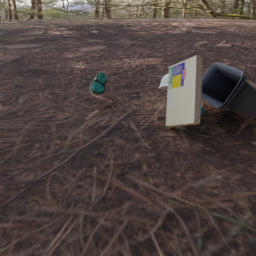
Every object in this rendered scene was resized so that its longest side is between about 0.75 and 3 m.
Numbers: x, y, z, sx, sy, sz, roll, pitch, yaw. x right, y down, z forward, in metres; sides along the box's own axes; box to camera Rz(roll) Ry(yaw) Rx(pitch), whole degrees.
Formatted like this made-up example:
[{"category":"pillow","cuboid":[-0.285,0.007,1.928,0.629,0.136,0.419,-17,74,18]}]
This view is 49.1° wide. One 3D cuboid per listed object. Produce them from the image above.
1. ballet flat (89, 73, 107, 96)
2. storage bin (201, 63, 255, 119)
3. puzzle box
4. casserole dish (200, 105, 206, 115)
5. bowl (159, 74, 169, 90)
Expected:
[{"category":"ballet flat","cuboid":[-1.139,-1.498,10.332,0.591,0.591,1.592,4,32,8]},{"category":"storage bin","cuboid":[3.332,-1.056,9.173,1.366,1.480,2.034,27,14,-19]},{"category":"puzzle box","cuboid":[1.603,-1.006,8.076,0.241,1.894,1.260,7,-7,-28]},{"category":"casserole dish","cuboid":[2.029,-0.683,9.630,1.292,0.251,0.783,-3,26,-4]},{"category":"bowl","cuboid":[1.687,-1.600,9.392,1.308,0.588,1.308,3,1,0]}]
